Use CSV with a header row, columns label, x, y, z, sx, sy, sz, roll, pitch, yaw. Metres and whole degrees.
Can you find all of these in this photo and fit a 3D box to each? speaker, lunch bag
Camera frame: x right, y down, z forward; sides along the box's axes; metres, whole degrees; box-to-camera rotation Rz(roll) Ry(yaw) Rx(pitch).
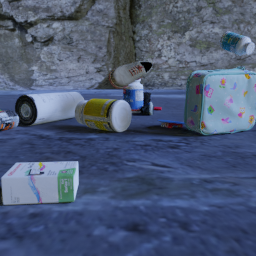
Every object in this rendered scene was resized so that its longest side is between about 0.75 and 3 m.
label,x,y,z,sx,sy,sz,roll,pitch,yaw
speaker,-3.124,-0.883,11.760,1.216,1.216,2.994,5,11,27
lunch bag,3.155,-0.936,9.271,2.686,2.154,1.035,-6,12,-27

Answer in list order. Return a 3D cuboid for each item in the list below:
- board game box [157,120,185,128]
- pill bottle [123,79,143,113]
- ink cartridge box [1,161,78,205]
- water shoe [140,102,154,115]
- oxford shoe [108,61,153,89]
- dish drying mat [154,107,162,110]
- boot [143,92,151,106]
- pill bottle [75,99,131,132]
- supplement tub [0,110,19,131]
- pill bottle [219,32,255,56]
label,x,y,z,sx,sy,sz,roll,pitch,yaw
board game box,1.654,-0.112,10.277,1.185,0.231,0.936,8,7,13
pill bottle,0.270,-1.819,15.038,1.083,1.929,1.083,-1,9,0
ink cartridge box,-1.294,0.811,4.268,1.014,0.426,0.734,-1,10,-5
water shoe,0.937,-1.005,14.317,0.646,0.585,1.637,-2,9,0
oxford shoe,0.133,-2.292,11.303,0.931,0.877,2.490,-26,8,39
dish drying mat,1.753,-1.144,16.533,0.452,0.107,1.178,2,9,6
boot,0.988,-1.553,16.052,0.534,1.061,1.419,-2,10,-12
pill bottle,-0.911,-0.482,9.810,1.891,1.081,1.081,8,13,37
supplement tub,-4.375,-0.238,9.580,0.691,0.691,1.128,4,11,22
pill bottle,3.686,-2.825,9.439,0.618,0.618,1.116,-6,32,-32
